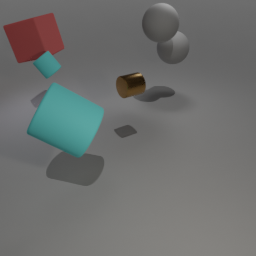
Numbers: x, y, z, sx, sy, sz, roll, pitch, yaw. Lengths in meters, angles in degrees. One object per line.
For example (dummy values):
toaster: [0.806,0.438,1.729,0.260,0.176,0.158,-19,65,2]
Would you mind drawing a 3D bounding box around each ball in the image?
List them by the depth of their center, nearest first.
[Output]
ball: [1.228,-3.944,10.558,1.400,1.400,1.400,0,30,0]
ball: [1.950,-3.482,12.160,1.400,1.400,1.400,0,30,0]

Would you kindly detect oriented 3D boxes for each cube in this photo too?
cube: [-3.522,-3.434,10.679,1.400,1.400,1.400,-5,27,20]

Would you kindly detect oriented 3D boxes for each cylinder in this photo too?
cylinder: [-1.521,-0.181,6.891,1.400,1.400,1.400,28,27,-15]
cylinder: [0.086,-1.345,8.813,0.700,0.700,0.700,-18,35,-29]
cylinder: [-2.844,-2.221,9.861,0.700,0.700,0.700,-33,23,16]
